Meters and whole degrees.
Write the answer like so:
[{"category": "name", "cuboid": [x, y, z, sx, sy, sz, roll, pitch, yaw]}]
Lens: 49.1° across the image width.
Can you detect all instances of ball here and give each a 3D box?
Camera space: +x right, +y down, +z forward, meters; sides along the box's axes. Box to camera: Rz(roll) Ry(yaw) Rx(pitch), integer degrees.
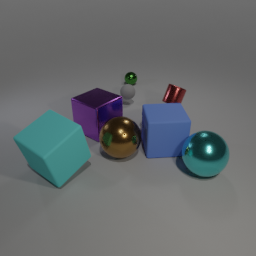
[{"category": "ball", "cuboid": [0.154, -2.676, 15.102, 0.700, 0.700, 0.700, 0, 30, 0]}, {"category": "ball", "cuboid": [-0.008, -1.654, 12.807, 0.700, 0.700, 0.700, 0, 30, 0]}, {"category": "ball", "cuboid": [-0.257, 0.305, 9.292, 1.400, 1.400, 1.400, 0, 30, 0]}, {"category": "ball", "cuboid": [2.343, 0.775, 8.504, 1.400, 1.400, 1.400, 0, 30, 0]}]

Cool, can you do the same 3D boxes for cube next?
[{"category": "cube", "cuboid": [-2.167, 0.574, 8.243, 1.400, 1.400, 1.400, 26, 55, 30]}, {"category": "cube", "cuboid": [-1.157, -0.553, 10.769, 1.400, 1.400, 1.400, 23, 38, 34]}, {"category": "cube", "cuboid": [1.260, 0.061, 9.727, 1.400, 1.400, 1.400, -3, 30, -4]}]

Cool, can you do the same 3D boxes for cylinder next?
[{"category": "cylinder", "cuboid": [1.712, -1.202, 10.373, 0.700, 0.700, 0.700, 20, 10, -4]}]
